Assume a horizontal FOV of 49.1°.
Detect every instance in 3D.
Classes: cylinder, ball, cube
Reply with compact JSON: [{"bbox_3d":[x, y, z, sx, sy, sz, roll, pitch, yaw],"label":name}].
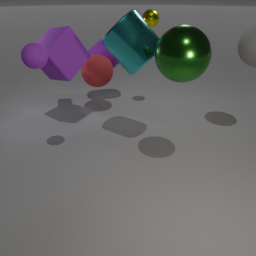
[{"bbox_3d":[0.144,-2.587,8.566,1.400,1.400,1.400,-42,11,9],"label":"cylinder"},{"bbox_3d":[0.902,-4.344,11.134,0.700,0.700,0.700,0,27,0],"label":"ball"},{"bbox_3d":[-1.341,-2.485,12.206,1.400,1.400,1.400,0,27,0],"label":"ball"},{"bbox_3d":[4.469,-2.772,9.489,1.400,1.400,1.400,0,27,0],"label":"ball"},{"bbox_3d":[-1.145,-3.411,13.391,1.400,1.400,1.400,-36,16,24],"label":"cylinder"},{"bbox_3d":[-2.526,-1.946,7.578,0.700,0.700,0.700,0,27,0],"label":"ball"},{"bbox_3d":[-2.563,-2.754,10.453,1.400,1.400,1.400,14,61,43],"label":"cube"},{"bbox_3d":[1.369,-1.840,7.017,1.400,1.400,1.400,0,27,0],"label":"ball"}]
